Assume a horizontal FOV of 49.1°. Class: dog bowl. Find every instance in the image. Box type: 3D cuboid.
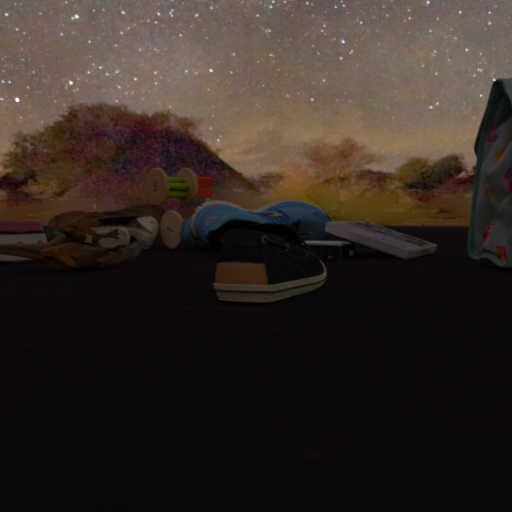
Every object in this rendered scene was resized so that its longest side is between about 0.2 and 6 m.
[{"bbox_3d":[-4.050,-0.231,8.539,1.756,0.647,1.756,0,4,0],"label":"dog bowl"}]

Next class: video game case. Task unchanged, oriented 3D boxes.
[{"bbox_3d":[2.281,-0.312,10.010,1.485,0.187,2.074,21,14,27],"label":"video game case"}]

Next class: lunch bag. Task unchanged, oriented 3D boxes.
[{"bbox_3d":[4.009,-1.085,7.247,2.115,2.483,1.514,1,4,1],"label":"lunch bag"}]

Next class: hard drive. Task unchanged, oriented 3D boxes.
[{"bbox_3d":[0.781,-0.099,9.286,1.532,0.290,1.070,1,3,23],"label":"hard drive"}]

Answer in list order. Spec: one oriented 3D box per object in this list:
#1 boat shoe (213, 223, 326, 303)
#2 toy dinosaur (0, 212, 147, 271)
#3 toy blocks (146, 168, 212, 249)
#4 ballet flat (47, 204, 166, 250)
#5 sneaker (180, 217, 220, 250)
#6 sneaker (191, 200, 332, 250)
[{"bbox_3d":[0.185,0.015,5.113,0.752,0.627,2.015,-1,2,20],"label":"boat shoe"},{"bbox_3d":[-2.483,-0.034,6.945,2.403,0.726,1.276,6,-21,-28],"label":"toy dinosaur"},{"bbox_3d":[-1.163,-1.092,12.736,2.309,1.924,0.838,-4,-24,-43],"label":"toy blocks"},{"bbox_3d":[-2.798,-0.505,11.565,1.049,0.984,2.900,28,21,36],"label":"ballet flat"},{"bbox_3d":[-0.589,-0.390,11.760,1.970,0.781,0.941,-10,25,-42],"label":"sneaker"},{"bbox_3d":[0.201,-0.384,10.585,2.739,1.074,1.232,-3,25,-15],"label":"sneaker"}]
